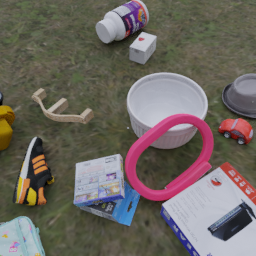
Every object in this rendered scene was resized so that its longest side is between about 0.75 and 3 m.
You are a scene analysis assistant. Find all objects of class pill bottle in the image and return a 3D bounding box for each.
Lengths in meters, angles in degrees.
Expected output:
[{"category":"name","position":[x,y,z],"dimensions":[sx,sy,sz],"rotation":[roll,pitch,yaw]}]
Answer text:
[{"category":"pill bottle","position":[-0.281,-4.946,13.138],"dimensions":[2.397,1.335,1.335],"rotation":[-38,61,-24]}]

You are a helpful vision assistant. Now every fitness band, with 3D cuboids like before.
[{"category":"fitness band","position":[1.247,0.839,8.212],"dimensions":[2.827,0.529,2.031],"rotation":[-40,102,0]}]

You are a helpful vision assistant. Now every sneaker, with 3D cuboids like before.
[{"category":"sneaker","position":[-2.809,1.352,8.773],"dimensions":[1.061,0.825,2.358],"rotation":[18,43,-18]}]

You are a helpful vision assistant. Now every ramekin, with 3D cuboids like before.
[{"category":"ramekin","position":[1.297,-0.528,9.709],"dimensions":[2.653,1.393,2.653],"rotation":[0,53,0]}]

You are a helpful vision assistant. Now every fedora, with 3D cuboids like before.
[{"category":"fedora","position":[4.760,-1.358,10.590],"dimensions":[2.228,1.006,1.971],"rotation":[1,53,1]}]

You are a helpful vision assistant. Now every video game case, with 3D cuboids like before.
[{"category":"video game case","position":[-0.821,1.489,7.968],"dimensions":[1.399,0.318,1.268],"rotation":[-14,52,13]}]

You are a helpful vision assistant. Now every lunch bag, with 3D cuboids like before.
[{"category":"lunch bag","position":[-2.920,3.303,7.173],"dimensions":[1.550,0.745,1.932],"rotation":[-24,56,-17]}]

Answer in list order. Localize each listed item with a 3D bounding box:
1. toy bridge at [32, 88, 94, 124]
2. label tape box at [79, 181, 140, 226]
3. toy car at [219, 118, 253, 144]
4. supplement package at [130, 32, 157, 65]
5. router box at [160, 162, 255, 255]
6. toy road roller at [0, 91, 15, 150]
[{"category":"toy bridge","position":[-2.534,-0.701,10.059],"dimensions":[2.642,0.360,0.888],"rotation":[23,52,25]},{"category":"label tape box","position":[-0.516,2.049,8.275],"dimensions":[1.580,0.522,1.132],"rotation":[15,56,13]},{"category":"toy car","position":[4.913,0.321,9.533],"dimensions":[2.639,0.626,2.805],"rotation":[-21,56,-15]},{"category":"supplement package","position":[0.670,-3.553,12.444],"dimensions":[0.745,0.736,1.229],"rotation":[23,56,16]},{"category":"router box","position":[2.748,2.696,7.663],"dimensions":[2.545,0.693,2.836],"rotation":[-28,57,-20]},{"category":"toy road roller","position":[-4.879,-0.061,9.042],"dimensions":[2.482,1.525,1.812],"rotation":[-24,69,-44]}]
